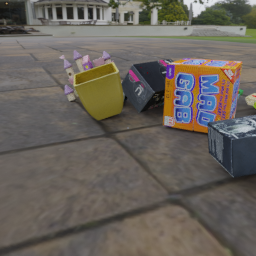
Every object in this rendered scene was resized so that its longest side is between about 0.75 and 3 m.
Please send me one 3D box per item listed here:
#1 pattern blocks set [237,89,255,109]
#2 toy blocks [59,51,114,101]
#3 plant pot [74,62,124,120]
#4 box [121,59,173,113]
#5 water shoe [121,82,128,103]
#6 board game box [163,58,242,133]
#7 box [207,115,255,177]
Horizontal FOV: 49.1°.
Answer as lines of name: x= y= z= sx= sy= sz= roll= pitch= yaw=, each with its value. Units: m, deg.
pattern blocks set: x=4.946 y=-0.798 z=9.509 sx=2.609 sy=0.241 sz=2.969 roll=-13 pitch=30 yaw=-43
toy blocks: x=-1.700 y=-2.264 z=10.987 sx=1.922 sy=1.731 sz=2.057 roll=-15 pitch=15 yaw=27
plant pot: x=-0.830 y=-1.105 z=8.988 sx=1.394 sy=1.426 sz=1.385 roll=-19 pitch=27 yaw=-1
box: x=0.996 y=-1.583 z=10.133 sx=2.142 sy=1.136 sz=1.309 roll=-21 pitch=67 yaw=-41
water shoe: x=-0.184 y=-1.248 z=10.774 sx=0.499 sy=0.551 sz=1.396 roll=-34 pitch=35 yaw=27
board game box: x=2.247 y=-1.035 z=8.385 sx=1.827 sy=1.828 sz=1.827 roll=11 pitch=22 yaw=25
box: x=2.434 y=0.299 z=5.611 sx=1.291 sy=0.800 sz=1.269 roll=-9 pitch=17 yaw=-2
